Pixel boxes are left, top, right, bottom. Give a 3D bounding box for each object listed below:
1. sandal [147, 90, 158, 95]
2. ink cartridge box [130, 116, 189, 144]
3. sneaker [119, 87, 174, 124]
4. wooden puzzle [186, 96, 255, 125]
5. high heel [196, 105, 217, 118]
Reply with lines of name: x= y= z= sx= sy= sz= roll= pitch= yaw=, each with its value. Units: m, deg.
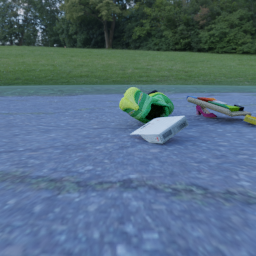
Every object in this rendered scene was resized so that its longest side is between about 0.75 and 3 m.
sandal: x=0.968 y=-0.900 z=11.014 sx=0.978 sy=0.587 sz=2.603 roll=-35 pitch=-11 yaw=13
ink cartridge box: x=0.752 y=0.050 z=6.961 sx=0.966 sy=0.299 sz=1.191 roll=-32 pitch=13 yaw=-30
sneaker: x=0.817 y=-0.529 z=9.147 sx=1.227 sy=1.087 sz=2.935 roll=42 pitch=21 yaw=24
wooden puzzle: x=3.307 y=-0.782 z=9.972 sx=2.994 sy=0.350 sz=2.020 roll=24 pitch=16 yaw=34
high heel: x=3.003 y=-0.681 z=10.703 sx=0.351 sy=0.500 sz=1.043 roll=-2 pitch=14 yaw=-25
